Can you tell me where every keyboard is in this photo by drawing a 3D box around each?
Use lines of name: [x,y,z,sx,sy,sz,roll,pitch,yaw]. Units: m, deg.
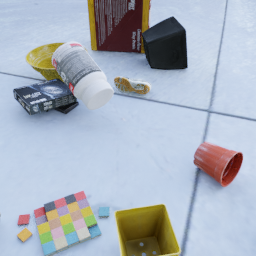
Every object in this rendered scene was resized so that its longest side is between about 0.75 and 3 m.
keyboard: [-2.786,-0.910,10.035,1.837,0.236,1.103,21,38,25]

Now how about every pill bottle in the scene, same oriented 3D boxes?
pill bottle: [-1.485,-1.703,9.253,1.213,1.213,2.131,-27,69,-28]

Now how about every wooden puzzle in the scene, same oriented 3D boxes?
wooden puzzle: [-1.430,2.134,6.395,2.126,0.149,1.261,-17,42,-19]

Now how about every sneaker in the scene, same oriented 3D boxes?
sneaker: [0.195,-1.650,10.776,1.493,0.565,0.655,18,28,16]

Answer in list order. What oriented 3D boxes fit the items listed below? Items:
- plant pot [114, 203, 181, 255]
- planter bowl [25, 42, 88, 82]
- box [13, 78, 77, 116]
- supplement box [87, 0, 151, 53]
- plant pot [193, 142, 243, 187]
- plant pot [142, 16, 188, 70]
plant pot: [0.330,2.292,5.579,1.078,0.951,1.078,-7,41,-8]
planter bowl: [-2.799,-2.525,11.355,2.433,1.014,2.433,0,39,0]
box: [-2.898,-1.142,9.825,1.758,0.383,1.409,-22,42,-32]
supplement box: [-0.318,-5.243,13.285,2.753,2.716,1.828,4,40,5]
plant pot: [2.323,0.871,7.371,0.997,0.997,0.970,-29,40,-30]
plant pot: [1.535,-3.561,12.175,1.577,1.773,1.778,-14,41,0]
